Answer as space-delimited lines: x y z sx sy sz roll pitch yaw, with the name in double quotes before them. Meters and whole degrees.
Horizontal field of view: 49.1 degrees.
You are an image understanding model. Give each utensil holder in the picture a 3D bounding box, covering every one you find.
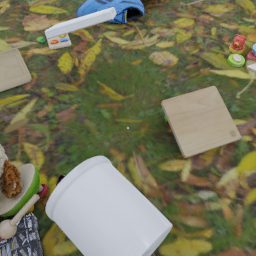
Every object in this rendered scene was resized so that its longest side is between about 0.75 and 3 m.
"utensil holder" -0.402 2.018 6.203 1.868 1.868 2.198 -38 63 -24

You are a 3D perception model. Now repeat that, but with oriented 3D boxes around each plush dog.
"plush dog" -3.901 1.287 6.357 2.999 2.406 2.576 39 68 -2

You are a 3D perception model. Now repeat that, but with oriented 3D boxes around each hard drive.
"hard drive" -1.420 -3.273 8.673 2.035 0.272 1.342 -13 27 11

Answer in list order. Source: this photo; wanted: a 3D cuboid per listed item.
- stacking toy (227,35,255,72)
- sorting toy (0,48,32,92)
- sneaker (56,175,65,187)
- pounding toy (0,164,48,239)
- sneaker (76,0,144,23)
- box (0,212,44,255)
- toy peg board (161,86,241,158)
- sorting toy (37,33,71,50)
"stacking toy" 4.503 -2.845 10.494 1.466 0.619 1.327 22 57 16
"sorting toy" -4.832 -1.897 10.036 2.361 0.316 1.759 -24 62 -16
"sneaker" -1.821 1.603 7.434 0.307 0.335 0.801 -1 54 -1
"pounding toy" -2.487 1.794 6.926 1.412 0.849 1.830 -44 32 2
"sneaker" -0.720 -4.879 11.762 2.865 0.944 1.123 -11 53 -8
"box" -2.654 3.047 6.305 1.447 0.457 1.835 -19 56 -13
"toy peg board" 2.088 -0.102 8.505 1.801 0.881 1.794 -17 71 -10
"sorting toy" -2.995 -3.528 11.256 1.274 0.187 0.942 -15 56 -11
